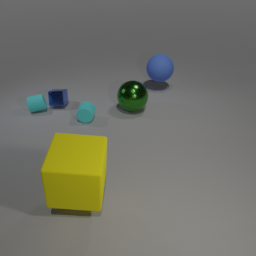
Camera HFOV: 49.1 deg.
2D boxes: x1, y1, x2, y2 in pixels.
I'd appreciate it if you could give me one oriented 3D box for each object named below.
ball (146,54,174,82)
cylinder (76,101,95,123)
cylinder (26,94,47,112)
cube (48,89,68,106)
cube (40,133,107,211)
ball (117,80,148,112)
[{"bbox_3d":[1.641,-3.062,14.326,1.400,1.400,1.400,0,31,0],"label":"ball"},{"bbox_3d":[-1.791,-0.680,11.962,0.700,0.700,0.700,1,31,2],"label":"cylinder"},{"bbox_3d":[-4.098,-1.116,12.578,0.700,0.700,0.700,-14,33,-7],"label":"cylinder"},{"bbox_3d":[-3.236,-1.424,13.022,0.700,0.700,0.700,0,15,6],"label":"cube"},{"bbox_3d":[-1.311,1.126,7.248,1.400,1.400,1.400,4,38,-1],"label":"cube"},{"bbox_3d":[0.207,-1.422,12.523,1.400,1.400,1.400,0,31,0],"label":"ball"}]
